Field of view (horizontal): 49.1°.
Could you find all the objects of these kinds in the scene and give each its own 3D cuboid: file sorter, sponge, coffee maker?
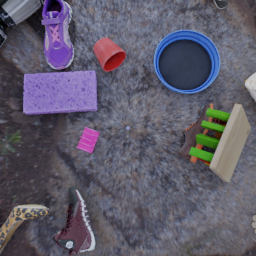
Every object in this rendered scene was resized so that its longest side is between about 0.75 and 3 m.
[{"bbox_3d":[-1.489,0.432,10.326,0.579,0.523,0.834,20,82,3],"label":"file sorter"},{"bbox_3d":[-2.559,-1.345,10.649,2.728,0.407,1.522,-3,82,0],"label":"sponge"},{"bbox_3d":[-5.071,-4.689,10.564,2.922,1.968,2.807,-45,64,-7],"label":"coffee maker"}]

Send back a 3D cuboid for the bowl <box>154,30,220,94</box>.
[{"bbox_3d":[2.226,-2.495,10.769,2.507,0.492,2.507,0,82,0],"label":"bowl"}]

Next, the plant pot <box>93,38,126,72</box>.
[{"bbox_3d":[-0.753,-2.832,10.619,1.053,1.053,0.932,-35,73,-5],"label":"plant pot"}]

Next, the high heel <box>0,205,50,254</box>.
[{"bbox_3d":[-3.758,3.564,9.639,2.435,0.869,1.736,-9,76,15],"label":"high heel"}]

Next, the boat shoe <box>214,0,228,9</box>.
[{"bbox_3d":[3.447,-5.621,11.210,0.602,0.513,1.800,-32,83,-4],"label":"boat shoe"}]

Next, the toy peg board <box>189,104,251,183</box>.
[{"bbox_3d":[3.197,0.484,9.751,1.094,2.227,2.236,20,81,35],"label":"toy peg board"}]

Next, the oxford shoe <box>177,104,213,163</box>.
[{"bbox_3d":[2.494,0.075,10.263,0.827,0.812,2.281,21,80,12],"label":"oxford shoe"}]

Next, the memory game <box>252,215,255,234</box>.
[{"bbox_3d":[5.030,3.452,10.115,1.140,0.073,1.140,0,82,1],"label":"memory game"}]

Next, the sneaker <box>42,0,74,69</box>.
[{"bbox_3d":[-2.727,-3.700,10.554,1.165,1.280,2.896,-3,83,-2],"label":"sneaker"}]

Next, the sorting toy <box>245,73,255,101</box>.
[{"bbox_3d":[5.718,-1.280,10.281,2.479,1.325,2.232,-33,99,4],"label":"sorting toy"}]

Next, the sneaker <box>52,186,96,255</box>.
[{"bbox_3d":[-1.997,3.219,9.528,1.320,0.865,2.286,-15,81,-26],"label":"sneaker"}]
